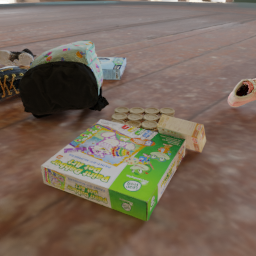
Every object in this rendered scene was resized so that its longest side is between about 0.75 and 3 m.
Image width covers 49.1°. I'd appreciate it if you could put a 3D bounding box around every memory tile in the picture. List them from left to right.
[{"bbox_3d":[0.394,-0.240,7.463,1.704,0.143,1.306,2,28,7],"label":"memory tile"}]

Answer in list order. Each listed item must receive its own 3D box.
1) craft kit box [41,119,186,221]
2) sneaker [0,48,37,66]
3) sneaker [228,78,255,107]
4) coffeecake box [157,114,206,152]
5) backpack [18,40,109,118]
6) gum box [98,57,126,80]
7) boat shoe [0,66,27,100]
[{"bbox_3d":[-0.184,0.642,5.586,2.153,0.522,2.126,13,34,23],"label":"craft kit box"},{"bbox_3d":[-4.891,-3.126,12.283,1.691,0.638,0.962,6,28,-1],"label":"sneaker"},{"bbox_3d":[3.626,-1.153,7.923,1.587,0.830,0.597,-27,72,5],"label":"sneaker"},{"bbox_3d":[1.192,0.123,6.195,0.944,0.725,0.345,17,68,27],"label":"coffeecake box"},{"bbox_3d":[-1.657,-1.520,8.168,2.330,1.767,2.792,-1,25,5],"label":"backpack"},{"bbox_3d":[-1.147,-2.412,11.134,1.964,0.437,1.668,4,29,6],"label":"gum box"},{"bbox_3d":[-3.777,-1.358,8.614,1.268,0.988,2.794,4,27,16],"label":"boat shoe"}]
